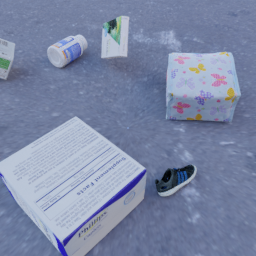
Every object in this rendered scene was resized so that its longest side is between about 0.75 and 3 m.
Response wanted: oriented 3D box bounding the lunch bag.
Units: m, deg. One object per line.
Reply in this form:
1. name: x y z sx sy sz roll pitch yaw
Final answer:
1. lunch bag: 2.212 -1.422 8.668 2.029 1.521 2.393 2 53 6

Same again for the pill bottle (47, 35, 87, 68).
1. pill bottle: -2.269 -3.000 10.737 0.846 0.846 1.510 25 47 23

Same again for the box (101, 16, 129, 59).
1. box: -0.482 -3.103 9.790 0.320 1.271 1.761 -1 11 -27

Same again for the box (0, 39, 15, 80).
1. box: -4.589 -2.472 9.662 1.082 0.931 1.087 15 40 -30

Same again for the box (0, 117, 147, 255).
1. box: -1.177 1.205 6.115 2.368 1.242 2.177 34 54 30

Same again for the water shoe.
1. water shoe: 1.166 1.131 6.660 1.223 0.482 0.437 -33 17 -30
